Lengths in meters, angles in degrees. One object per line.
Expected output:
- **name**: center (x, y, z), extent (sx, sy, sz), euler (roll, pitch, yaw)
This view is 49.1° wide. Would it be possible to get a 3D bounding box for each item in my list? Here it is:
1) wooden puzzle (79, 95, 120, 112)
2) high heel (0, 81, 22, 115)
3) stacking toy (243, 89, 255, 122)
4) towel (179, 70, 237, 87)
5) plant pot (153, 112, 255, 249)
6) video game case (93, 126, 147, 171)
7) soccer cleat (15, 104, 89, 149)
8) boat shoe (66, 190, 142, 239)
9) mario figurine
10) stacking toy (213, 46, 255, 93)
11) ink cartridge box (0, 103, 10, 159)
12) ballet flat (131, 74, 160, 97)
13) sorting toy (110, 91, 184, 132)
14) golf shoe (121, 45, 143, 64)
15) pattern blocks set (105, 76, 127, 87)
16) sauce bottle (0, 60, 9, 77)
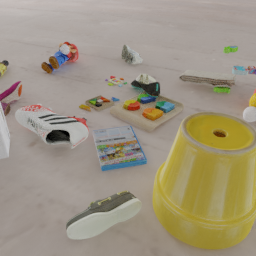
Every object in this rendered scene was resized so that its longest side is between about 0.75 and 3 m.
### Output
- **wooden puzzle**: center (-1.051, -0.949, 10.363), extent (0.926, 0.160, 1.372), euler (26, 42, 33)
- **high heel**: center (-4.570, -1.211, 10.247), extent (0.941, 0.660, 1.957), euler (10, 37, -4)
- **stacking toy**: center (4.682, -0.864, 9.495), extent (2.066, 1.509, 1.509), euler (-38, 47, -20)
- **towel**: center (3.357, -2.066, 11.647), extent (2.205, 0.380, 1.461), euler (12, 23, 20)
- **plant pot**: center (1.695, 0.910, 5.823), extent (2.240, 2.107, 2.240), euler (2, 33, -1)
- **video game case**: center (-0.296, 0.529, 8.173), extent (1.256, 0.156, 1.755), euler (-7, 34, -12)
- **soccer cleat**: center (-2.435, -0.033, 8.404), extent (2.595, 0.890, 1.105), euler (14, 38, 15)
- **boat shoe**: center (-0.540, 1.796, 5.920), extent (1.710, 0.611, 0.511), euler (-14, 36, -30)
- **mario figurine**: center (-3.263, -3.529, 13.268), extent (1.423, 1.222, 2.305), euler (11, 37, 15)
- **stacking toy**: center (4.656, -2.131, 10.621), extent (2.438, 1.838, 0.573), euler (2, 34, 2)
- **ink cartridge box**: center (-4.691, 0.023, 7.284), extent (2.686, 1.971, 1.113), euler (-12, 36, -16)
- **ballet flat**: center (0.716, -1.727, 10.817), extent (0.647, 0.650, 1.902), euler (-2, 21, -29)
- **sorting toy**: center (0.684, -0.733, 9.846), extent (1.895, 0.373, 2.047), euler (26, 42, 33)
- **golf shoe**: center (0.183, -3.638, 14.102), extent (0.834, 0.672, 1.715), euler (5, 36, -24)
- **pattern blocks set**: center (-0.524, -2.004, 11.997), extent (0.981, 0.080, 0.862), euler (19, 39, 25)
- **sauce bottle**: center (-5.755, -2.688, 12.657), extent (0.471, 0.471, 1.457), euler (0, 35, -1)
